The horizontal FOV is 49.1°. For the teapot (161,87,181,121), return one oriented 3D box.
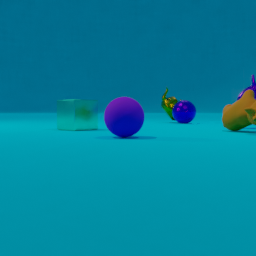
[{"bbox_3d":[1.915,-0.924,11.819,0.855,1.746,1.086,-38,15,5],"label":"teapot"}]

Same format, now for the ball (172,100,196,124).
[{"bbox_3d":[2.166,-0.620,10.813,0.917,0.917,0.917,0,3,0],"label":"ball"}]

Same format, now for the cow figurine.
[{"bbox_3d":[2.566,-0.261,6.033,1.342,0.737,1.321,-40,10,44],"label":"cow figurine"}]

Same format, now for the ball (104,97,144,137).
[{"bbox_3d":[-0.066,-0.192,4.938,0.712,0.712,0.712,0,3,0],"label":"ball"}]

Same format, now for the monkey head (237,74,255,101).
[{"bbox_3d":[3.285,-0.645,7.307,0.832,1.381,0.994,20,17,13],"label":"monkey head"}]

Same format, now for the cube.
[{"bbox_3d":[-1.270,-0.331,7.047,0.752,0.752,0.752,3,5,44],"label":"cube"}]
